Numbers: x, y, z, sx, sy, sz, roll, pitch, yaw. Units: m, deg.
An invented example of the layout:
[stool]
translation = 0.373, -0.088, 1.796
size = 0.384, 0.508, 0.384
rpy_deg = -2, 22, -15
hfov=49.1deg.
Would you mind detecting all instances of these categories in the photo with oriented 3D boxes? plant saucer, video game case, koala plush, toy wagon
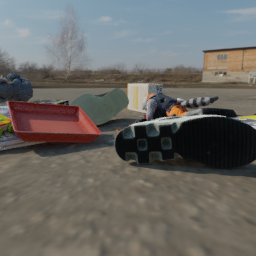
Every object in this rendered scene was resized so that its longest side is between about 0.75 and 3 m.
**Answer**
[plant saucer]
translation = -1.760, -0.122, 6.472
size = 1.827, 0.335, 1.824
rpy_deg = 3, 22, -29
[video game case]
translation = -3.019, -0.038, 6.234
size = 1.920, 0.224, 1.746
rpy_deg = 29, 26, 35
[koala plush]
translation = -6.701, -2.157, 15.896
size = 1.863, 1.798, 2.027
rpy_deg = 18, 13, 27
[toy wagon]
translation = -2.873, -0.056, 5.790
size = 0.740, 0.189, 0.954
rpy_deg = 20, 21, 19

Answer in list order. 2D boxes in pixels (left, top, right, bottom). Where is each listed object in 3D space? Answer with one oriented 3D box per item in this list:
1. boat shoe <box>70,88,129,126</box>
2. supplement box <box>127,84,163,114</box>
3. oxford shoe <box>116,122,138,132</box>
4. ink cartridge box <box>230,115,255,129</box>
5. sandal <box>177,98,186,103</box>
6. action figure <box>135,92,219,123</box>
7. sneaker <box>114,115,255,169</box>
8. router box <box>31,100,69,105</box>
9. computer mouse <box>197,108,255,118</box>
[boat shoe]
translation = -1.035, -0.585, 9.116
size = 0.908, 1.060, 2.898
rpy_deg = -29, 1, 33
[supplement box]
translation = 0.706, -1.336, 12.340
size = 0.721, 1.235, 1.960
rpy_deg = -4, 11, -26
[oxford shoe]
translation = 0.145, 0.009, 7.116
size = 0.965, 0.350, 0.343
rpy_deg = 5, 11, 26
[ink cartridge box]
translation = 3.504, 0.029, 6.694
size = 2.098, 0.499, 2.123
rpy_deg = -3, 8, -24
[sandal]
translation = 2.966, -1.222, 14.394
size = 0.603, 0.364, 1.481
rpy_deg = 24, 9, 34
[action figure]
translation = 1.411, -0.500, 7.824
size = 2.243, 1.213, 2.319
rpy_deg = 18, 18, 34
[sneaker]
translation = 1.024, 0.132, 4.863
size = 2.346, 0.869, 1.038
rpy_deg = 3, 12, 13
[router box]
translation = -3.189, -0.773, 11.047
size = 1.334, 0.553, 1.780
rpy_deg = 0, 10, 3
[computer mouse]
translation = 3.276, -0.206, 8.402
size = 2.905, 0.494, 0.852
rpy_deg = 3, -16, -11
